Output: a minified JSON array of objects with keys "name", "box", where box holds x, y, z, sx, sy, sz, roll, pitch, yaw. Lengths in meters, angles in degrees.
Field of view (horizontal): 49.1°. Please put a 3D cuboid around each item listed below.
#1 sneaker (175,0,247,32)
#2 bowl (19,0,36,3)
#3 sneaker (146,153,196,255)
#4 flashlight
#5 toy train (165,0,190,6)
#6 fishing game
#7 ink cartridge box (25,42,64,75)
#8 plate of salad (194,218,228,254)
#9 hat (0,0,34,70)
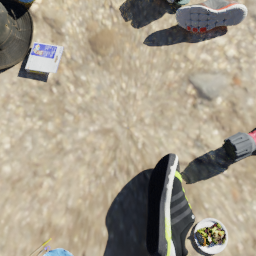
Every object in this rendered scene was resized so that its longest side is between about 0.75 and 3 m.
[{"name":"sneaker","box":[2.314,-3.317,8.071,2.004,0.772,0.820,-2,51,-4]},{"name":"bowl","box":[-2.827,-4.657,8.001,1.849,1.849,0.995,37,49,10]},{"name":"sneaker","box":[1.038,1.828,6.456,1.009,0.873,2.436,14,74,-18]},{"name":"flashlight","box":[3.464,0.065,6.842,2.318,0.788,0.785,-22,93,-10]},{"name":"toy train","box":[1.676,-4.575,8.296,1.229,0.919,2.157,38,77,20]},{"name":"fishing game","box":[-1.585,3.217,6.215,1.009,0.219,1.410,-35,76,-7]},{"name":"ink cartridge box","box":[-2.298,-1.920,7.804,0.884,0.208,0.874,11,72,2]},{"name":"plate of salad","box":[1.923,2.483,6.447,0.778,0.187,0.778,0,72,0]},{"name":"hat","box":[-3.804,-2.836,7.673,2.465,0.994,2.465,0,73,-1]}]
